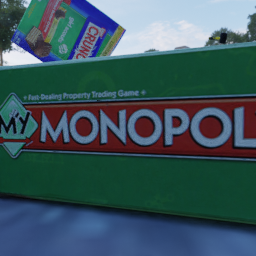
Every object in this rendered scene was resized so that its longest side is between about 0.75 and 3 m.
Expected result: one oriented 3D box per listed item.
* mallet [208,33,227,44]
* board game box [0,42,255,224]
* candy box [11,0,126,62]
[{"bbox_3d":[3.231,-3.211,10.201,0.236,0.378,1.147,0,10,-13],"label":"mallet"},{"bbox_3d":[0.950,-0.001,0.969,2.275,0.331,1.531,0,2,21],"label":"board game box"},{"bbox_3d":[-1.841,-2.962,8.959,2.802,2.369,1.079,33,18,-8],"label":"candy box"}]
